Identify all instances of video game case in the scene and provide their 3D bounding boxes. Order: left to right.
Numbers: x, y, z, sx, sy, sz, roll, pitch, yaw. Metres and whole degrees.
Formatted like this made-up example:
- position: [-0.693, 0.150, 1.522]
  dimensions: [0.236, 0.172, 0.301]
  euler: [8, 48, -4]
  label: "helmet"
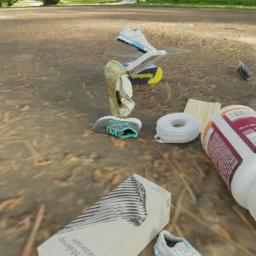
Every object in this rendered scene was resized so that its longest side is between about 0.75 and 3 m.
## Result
- position: [0.558, -2.404, 10.431]
  dimensions: [1.462, 0.184, 2.042]
  euler: [-30, 3, 26]
  label: "video game case"

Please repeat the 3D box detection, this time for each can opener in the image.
- position: [5.970, -2.879, 14.078]
  dimensions: [0.626, 0.499, 1.871]
  euler: [-1, 31, 0]
  label: "can opener"

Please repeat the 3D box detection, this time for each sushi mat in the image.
- position: [2.628, -0.444, 10.126]
  dimensions: [1.269, 0.161, 2.653]
  euler: [9, 31, 17]
  label: "sushi mat"

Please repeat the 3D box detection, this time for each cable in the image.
- position: [1.573, -0.032, 8.894]
  dimensions: [1.348, 0.467, 1.349]
  euler: [4, 34, 18]
  label: "cable"

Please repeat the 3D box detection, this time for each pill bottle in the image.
- position: [2.924, 0.803, 6.384]
  dimensions: [1.673, 1.673, 2.930]
  euler: [-3, 30, -5]
  label: "pill bottle"

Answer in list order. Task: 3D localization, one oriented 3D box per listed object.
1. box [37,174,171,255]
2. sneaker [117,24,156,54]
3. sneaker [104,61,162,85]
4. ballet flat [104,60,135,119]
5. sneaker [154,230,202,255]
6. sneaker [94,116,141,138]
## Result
- position: [-0.298, 1.942, 5.198]
  dimensions: [1.027, 0.855, 2.499]
  euler: [22, 36, 34]
  label: "box"
- position: [0.462, -3.382, 10.702]
  dimensions: [1.792, 0.776, 0.672]
  euler: [16, 3, -38]
  label: "sneaker"
- position: [0.163, -2.617, 13.151]
  dimensions: [2.738, 1.012, 1.126]
  euler: [0, 31, -17]
  label: "sneaker"
- position: [-0.172, -0.966, 8.694]
  dimensions: [0.852, 2.410, 0.852]
  euler: [-5, 47, 5]
  label: "ballet flat"
- position: [1.041, 2.272, 4.922]
  dimensions: [1.319, 0.571, 0.494]
  euler: [22, 35, 31]
  label: "sneaker"
- position: [-0.330, 0.019, 8.918]
  dimensions: [1.548, 0.601, 0.706]
  euler: [-2, 34, 0]
  label: "sneaker"
